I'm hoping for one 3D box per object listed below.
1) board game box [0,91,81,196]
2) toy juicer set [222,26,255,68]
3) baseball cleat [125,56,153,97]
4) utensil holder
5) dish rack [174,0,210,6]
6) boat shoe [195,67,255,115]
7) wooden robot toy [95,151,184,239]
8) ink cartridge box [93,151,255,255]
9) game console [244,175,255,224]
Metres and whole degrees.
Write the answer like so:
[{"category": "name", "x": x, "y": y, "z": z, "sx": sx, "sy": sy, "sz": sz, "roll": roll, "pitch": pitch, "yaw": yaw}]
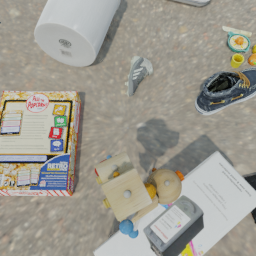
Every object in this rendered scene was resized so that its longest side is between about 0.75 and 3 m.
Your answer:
[{"category": "board game box", "x": -2.340, "y": 0.330, "z": 7.127, "sx": 2.033, "sy": 0.622, "sz": 2.684, "roll": 1, "pitch": 65, "yaw": 0}, {"category": "toy juicer set", "x": 3.585, "y": -2.618, "z": 8.605, "sx": 1.053, "sy": 0.450, "sz": 1.655, "roll": -2, "pitch": 64, "yaw": -1}, {"category": "baseball cleat", "x": 0.343, "y": -1.510, "z": 8.067, "sx": 0.749, "sy": 0.491, "sz": 1.408, "roll": 7, "pitch": 66, "yaw": 4}, {"category": "utensil holder", "x": -1.428, "y": -3.225, "z": 8.093, "sx": 1.925, "sy": 1.925, "sz": 2.265, "roll": 14, "pitch": 67, "yaw": 6}, {"category": "dish rack", "x": 1.859, "y": -5.095, "z": 9.727, "sx": 2.379, "sy": 0.518, "sz": 2.042, "roll": 17, "pitch": 67, "yaw": 8}, {"category": "boat shoe", "x": 2.946, "y": -1.190, "z": 7.588, "sx": 2.368, "sy": 1.075, "sz": 0.838, "roll": -29, "pitch": 68, "yaw": -13}, {"category": "wooden robot toy", "x": 0.211, "y": 0.710, "z": 3.602, "sx": 1.022, "sy": 2.251, "sz": 0.992, "roll": -26, "pitch": 67, "yaw": -7}, {"category": "ink cartridge box", "x": 0.903, "y": 2.016, "z": 5.529, "sx": 2.857, "sy": 2.108, "sz": 1.223, "roll": -36, "pitch": 69, "yaw": -14}, {"category": "game console", "x": 3.830, "y": 1.593, "z": 6.263, "sx": 1.913, "sy": 1.135, "sz": 1.649, "roll": -11, "pitch": 66, "yaw": -6}]
